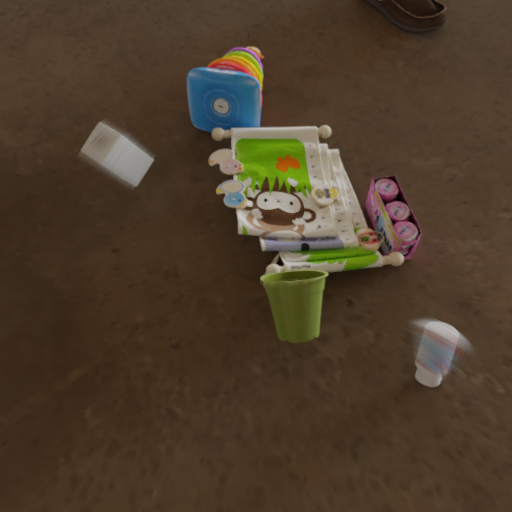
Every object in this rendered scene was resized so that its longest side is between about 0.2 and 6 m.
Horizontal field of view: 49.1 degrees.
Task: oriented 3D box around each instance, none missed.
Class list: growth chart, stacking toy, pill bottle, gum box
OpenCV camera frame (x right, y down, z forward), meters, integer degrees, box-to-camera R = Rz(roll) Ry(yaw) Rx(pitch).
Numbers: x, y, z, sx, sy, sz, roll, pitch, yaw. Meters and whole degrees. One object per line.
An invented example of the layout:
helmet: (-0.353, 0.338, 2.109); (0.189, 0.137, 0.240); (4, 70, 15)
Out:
growth chart: (0.724, -1.164, 10.636); (2.854, 0.350, 3.944); (-10, 56, -14)
stacking toy: (-0.367, -3.951, 12.310); (1.565, 1.480, 2.697); (11, 46, 10)
pill bottle: (2.825, 1.563, 8.849); (0.517, 0.950, 0.517); (7, 23, -3)
gum box: (2.519, -0.650, 10.351); (0.481, 0.826, 1.456); (-11, 58, -7)

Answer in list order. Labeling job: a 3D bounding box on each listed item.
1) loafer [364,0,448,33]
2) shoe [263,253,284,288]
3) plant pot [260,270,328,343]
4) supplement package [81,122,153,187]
loafer: (3.578, -6.560, 13.994); (1.027, 0.998, 2.811); (-39, 65, -22)
shoe: (0.732, 0.001, 10.171); (0.571, 0.436, 1.633); (33, 63, 19)
plant pot: (0.626, 0.802, 8.852); (1.065, 1.065, 1.011); (-4, 97, -3)
supplement package: (-2.571, -1.874, 10.457); (0.647, 1.106, 0.649); (31, 88, 27)
